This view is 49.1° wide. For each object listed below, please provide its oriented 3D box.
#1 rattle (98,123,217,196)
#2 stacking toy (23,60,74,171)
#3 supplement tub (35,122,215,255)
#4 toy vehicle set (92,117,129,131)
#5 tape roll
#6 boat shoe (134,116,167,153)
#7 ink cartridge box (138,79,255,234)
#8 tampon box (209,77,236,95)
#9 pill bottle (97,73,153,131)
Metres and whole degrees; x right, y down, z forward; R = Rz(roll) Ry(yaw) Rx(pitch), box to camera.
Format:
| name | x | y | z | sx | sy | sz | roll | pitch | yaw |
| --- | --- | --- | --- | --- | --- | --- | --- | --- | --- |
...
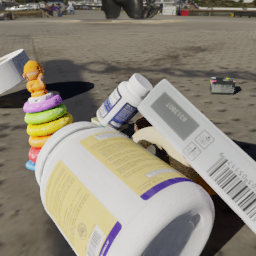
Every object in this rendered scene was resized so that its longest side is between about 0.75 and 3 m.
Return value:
| name | x | y | z | sx | sy | sz | roll | pitch | yaw |
| --- | --- | --- | --- | --- | --- | --- | --- | --- | --- |
| rattle | 0.547 | 0.502 | 5.203 | 1.598 | 1.457 | 2.238 | -23 | 24 | -34 |
| stacking toy | -1.603 | -0.255 | 5.517 | 1.172 | 2.135 | 1.239 | 2 | 25 | 37 |
| supplement tub | -0.173 | 0.919 | 3.653 | 1.550 | 1.550 | 2.132 | -18 | 35 | -33 |
| toy vehicle set | -0.510 | -0.140 | 7.817 | 0.594 | 0.127 | 0.956 | -20 | 32 | -35 |
| tape roll | -4.113 | -1.690 | 8.978 | 2.179 | 0.762 | 2.179 | -20 | 28 | 11 |
| boat shoe | 0.976 | 0.176 | 6.243 | 2.174 | 0.823 | 0.780 | 17 | 19 | 36 |
| ink cartridge box | 1.250 | 0.402 | 4.001 | 1.893 | 0.665 | 2.330 | 47 | 5 | 22 |
| tampon box | 3.480 | -1.559 | 10.375 | 0.801 | 0.506 | 0.600 | 3 | 26 | 7 |
| pill bottle | -0.050 | -0.503 | 5.511 | 0.635 | 1.143 | 0.635 | 32 | 31 | -22 |
